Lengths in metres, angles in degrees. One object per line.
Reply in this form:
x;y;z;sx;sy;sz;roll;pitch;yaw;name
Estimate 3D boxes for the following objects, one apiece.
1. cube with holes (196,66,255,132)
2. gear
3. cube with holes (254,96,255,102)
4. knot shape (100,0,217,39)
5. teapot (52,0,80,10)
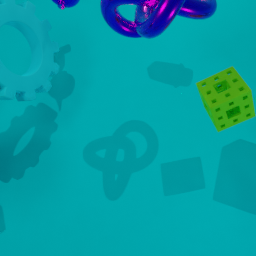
1.917;-0.560;5.520;0.771;0.771;0.771;-25;46;11;cube with holes
-2.298;-1.585;5.714;0.380;2.052;2.052;1;68;33;gear
3.656;-0.484;5.592;1.325;1.325;1.325;33;28;-8;cube with holes
0.671;-2.146;4.741;1.871;2.000;0.924;-28;112;-28;knot shape
-1.393;-3.092;6.205;0.803;0.632;1.291;13;75;-25;teapot
